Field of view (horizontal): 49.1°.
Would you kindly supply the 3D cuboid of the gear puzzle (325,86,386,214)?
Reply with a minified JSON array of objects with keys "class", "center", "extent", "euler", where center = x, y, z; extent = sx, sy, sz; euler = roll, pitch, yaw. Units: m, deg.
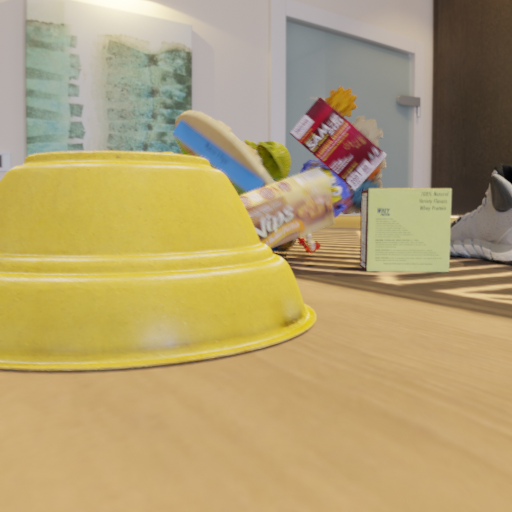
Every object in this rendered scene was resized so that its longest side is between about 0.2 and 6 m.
[{"class":"gear puzzle","center":[1.597,-1.826,9.646],"extent":[1.153,2.226,0.291],"euler":[-5,1,20]}]

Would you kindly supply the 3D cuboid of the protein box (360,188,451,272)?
[{"class":"protein box","center":[2.039,-0.372,7.772],"extent":[1.109,1.117,0.753],"euler":[0,5,3]}]

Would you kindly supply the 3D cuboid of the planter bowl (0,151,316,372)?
[{"class":"planter bowl","center":[-1.077,-0.142,4.471],"extent":[3.111,1.296,3.111],"euler":[-1,6,0]}]

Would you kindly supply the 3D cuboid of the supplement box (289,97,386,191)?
[{"class":"supplement box","center":[1.174,-1.599,8.048],"extent":[1.258,0.684,0.383],"euler":[42,13,4]}]

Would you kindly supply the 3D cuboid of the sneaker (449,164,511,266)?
[{"class":"sneaker","center":[3.855,-0.714,9.188],"extent":[0.999,1.538,2.663],"euler":[-1,6,-15]}]

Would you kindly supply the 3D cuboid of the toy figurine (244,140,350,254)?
[{"class":"toy figurine","center":[0.909,-1.280,9.351],"extent":[1.309,2.184,1.152],"euler":[-31,29,-6]}]

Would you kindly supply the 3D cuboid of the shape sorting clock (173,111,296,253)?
[{"class":"shape sorting clock","center":[-0.362,-1.250,9.723],"extent":[0.580,2.956,2.956],"euler":[-43,18,-12]}]

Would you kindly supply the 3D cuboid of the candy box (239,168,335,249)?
[{"class":"candy box","center":[0.396,-0.638,8.205],"extent":[1.449,0.837,0.401],"euler":[-21,36,-10]}]
